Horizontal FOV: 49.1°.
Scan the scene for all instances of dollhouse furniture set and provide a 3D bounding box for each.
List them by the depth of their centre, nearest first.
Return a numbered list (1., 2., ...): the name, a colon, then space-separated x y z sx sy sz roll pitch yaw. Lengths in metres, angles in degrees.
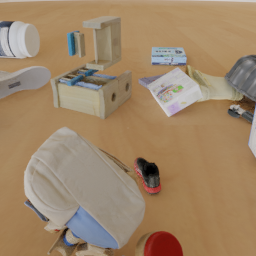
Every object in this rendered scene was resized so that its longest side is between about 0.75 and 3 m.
1. dollhouse furniture set: -1.125 -2.103 8.931 1.967 2.792 1.956 14 33 23

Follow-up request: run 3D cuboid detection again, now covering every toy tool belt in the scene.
1. toy tool belt: -0.513 1.281 4.209 2.509 1.542 1.566 44 50 -1

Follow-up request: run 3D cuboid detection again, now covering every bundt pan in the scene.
1. bundt pan: 4.601 -1.601 9.174 2.615 0.982 2.615 15 31 -9

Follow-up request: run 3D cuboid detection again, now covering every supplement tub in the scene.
1. supplement tub: -5.889 -4.383 13.905 2.492 1.749 1.749 5 30 9

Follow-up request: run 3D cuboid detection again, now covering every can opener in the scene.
1. can opener: 3.545 -0.356 8.426 0.295 0.373 1.123 -25 47 -32

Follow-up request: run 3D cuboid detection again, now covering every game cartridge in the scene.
1. game cartridge: 1.321 -1.850 11.053 1.540 0.296 0.998 -15 29 -24

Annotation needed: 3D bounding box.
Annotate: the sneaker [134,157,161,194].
1. sneaker: 0.409 0.887 6.023 0.392 0.542 1.109 -10 30 -13

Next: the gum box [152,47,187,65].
1. gum box: 1.982 -3.574 13.852 1.614 0.423 1.900 3 30 4

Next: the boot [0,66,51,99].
1. boot: -4.231 -1.886 10.428 2.468 0.908 1.180 -25 45 -35

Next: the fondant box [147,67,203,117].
1. fondant box: 1.496 -1.231 9.223 1.259 0.508 1.745 -30 31 5

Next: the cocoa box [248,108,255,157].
1. cocoa box: 3.946 0.155 6.413 1.896 1.264 1.244 5 20 9

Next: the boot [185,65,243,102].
1. boot: 3.001 -1.631 10.094 1.749 0.819 2.250 -1 31 -1
